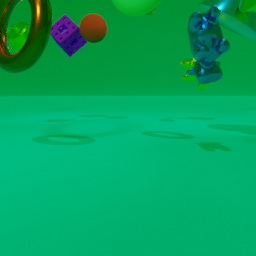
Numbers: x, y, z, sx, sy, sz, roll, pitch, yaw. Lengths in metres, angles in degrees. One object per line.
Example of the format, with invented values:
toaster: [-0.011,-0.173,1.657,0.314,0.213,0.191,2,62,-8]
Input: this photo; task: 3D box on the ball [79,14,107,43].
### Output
ball: [-1.214,-3.489,9.816,0.962,0.962,0.962,0,7,0]

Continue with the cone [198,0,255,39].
cone: [2.778,-3.219,6.528,1.621,1.627,1.621,28,17,-9]

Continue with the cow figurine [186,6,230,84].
cow figurine: [1.233,-1.278,4.507,0.608,1.107,1.089,-15,2,3]

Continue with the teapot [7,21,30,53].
teapot: [-3.268,-2.903,8.691,1.012,1.627,0.797,48,-5,33]

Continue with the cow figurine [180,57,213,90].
cow figurine: [2.586,-2.017,10.356,1.182,1.201,0.659,6,28,33]

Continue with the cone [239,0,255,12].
cone: [2.968,-2.553,5.652,0.968,0.965,0.965,26,0,-16]

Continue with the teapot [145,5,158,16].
teapot: [0.537,-3.767,8.339,0.579,0.736,1.183,1,44,-15]

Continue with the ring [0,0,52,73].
ring: [-1.937,-1.782,4.926,1.638,1.638,0.328,5,1,35]

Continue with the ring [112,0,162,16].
ring: [0.204,-2.812,5.048,1.499,1.499,0.300,6,9,41]

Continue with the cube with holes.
cube with holes: [-2.298,-3.500,10.676,0.914,0.914,0.914,46,-4,23]
